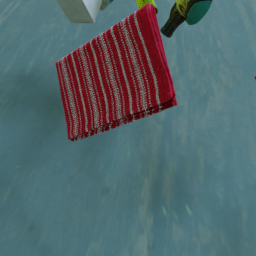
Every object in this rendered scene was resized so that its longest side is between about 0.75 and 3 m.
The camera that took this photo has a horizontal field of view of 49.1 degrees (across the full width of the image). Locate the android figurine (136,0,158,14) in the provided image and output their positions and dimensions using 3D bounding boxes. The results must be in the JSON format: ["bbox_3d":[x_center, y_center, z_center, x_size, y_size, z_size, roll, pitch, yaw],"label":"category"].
[{"bbox_3d":[0.460,-4.506,8.372,0.478,2.120,2.329,-11,61,-8],"label":"android figurine"}]

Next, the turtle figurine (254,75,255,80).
[{"bbox_3d":[4.026,-1.251,6.149,2.746,1.382,2.056,-51,33,-17],"label":"turtle figurine"}]

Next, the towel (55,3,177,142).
[{"bbox_3d":[-0.416,-0.983,5.629,2.767,0.311,2.001,-19,77,34],"label":"towel"}]

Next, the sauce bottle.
[{"bbox_3d":[1.850,-3.909,8.990,0.718,2.174,0.718,24,36,-18],"label":"sauce bottle"}]

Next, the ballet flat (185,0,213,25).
[{"bbox_3d":[2.139,-3.837,8.001,0.679,1.998,0.683,-5,73,-12],"label":"ballet flat"}]

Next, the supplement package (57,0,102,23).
[{"bbox_3d":[-1.520,-3.945,8.207,0.897,1.529,0.894,7,68,21],"label":"supplement package"}]

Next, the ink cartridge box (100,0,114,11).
[{"bbox_3d":[-1.058,-4.779,9.172,1.310,0.961,0.957,19,60,-39],"label":"ink cartridge box"}]
